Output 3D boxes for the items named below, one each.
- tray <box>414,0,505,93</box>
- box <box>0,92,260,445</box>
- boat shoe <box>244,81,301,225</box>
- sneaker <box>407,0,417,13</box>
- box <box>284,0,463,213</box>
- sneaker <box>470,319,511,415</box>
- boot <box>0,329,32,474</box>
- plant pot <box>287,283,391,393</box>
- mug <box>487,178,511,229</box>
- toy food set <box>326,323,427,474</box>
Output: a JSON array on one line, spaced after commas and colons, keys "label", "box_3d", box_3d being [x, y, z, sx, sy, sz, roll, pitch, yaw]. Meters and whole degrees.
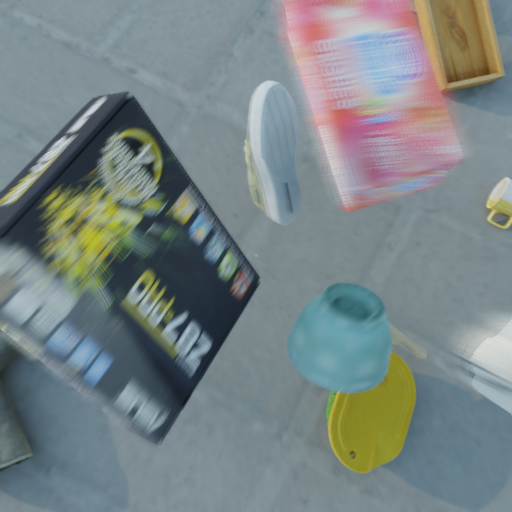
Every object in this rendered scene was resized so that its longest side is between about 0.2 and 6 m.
[{"label": "tray", "box_3d": [3.964, -4.676, 11.163, 1.288, 0.484, 2.612, -14, 93, -6]}, {"label": "box", "box_3d": [-1.529, 0.238, 6.673, 0.823, 3.350, 2.700, 9, 54, 40]}, {"label": "boat shoe", "box_3d": [0.127, -1.306, 7.408, 0.646, 2.081, 0.749, 26, 50, 33]}, {"label": "sneaker", "box_3d": [2.763, -6.225, 11.996, 2.795, 1.048, 1.181, 24, 69, 0]}, {"label": "box", "box_3d": [1.547, -2.406, 8.015, 1.498, 1.624, 3.164, -17, 82, 3]}, {"label": "sneaker", "box_3d": [3.468, 0.862, 6.407, 1.151, 2.884, 1.877, 33, 82, 30]}, {"label": "boot", "box_3d": [-4.005, 2.236, 8.825, 1.894, 0.756, 2.083, -33, 65, 3]}, {"label": "plant pot", "box_3d": [1.083, 0.886, 6.843, 1.290, 0.864, 1.290, 7, 33, -5]}, {"label": "mug", "box_3d": [4.634, -0.943, 10.227, 0.641, 0.781, 0.626, 29, 39, 1]}, {"label": "toy food set", "box_3d": [1.765, 2.222, 8.919, 1.360, 0.755, 2.312, 29, 72, -15]}]
